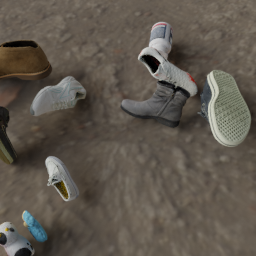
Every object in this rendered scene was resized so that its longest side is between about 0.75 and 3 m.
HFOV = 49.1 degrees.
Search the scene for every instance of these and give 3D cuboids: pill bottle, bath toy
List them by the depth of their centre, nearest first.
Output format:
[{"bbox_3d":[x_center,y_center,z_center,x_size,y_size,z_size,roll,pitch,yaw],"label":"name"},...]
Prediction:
[{"bbox_3d":[-2.693,2.683,5.615,0.948,0.805,2.179,39,64,13],"label":"bath toy"},{"bbox_3d":[1.094,-2.858,9.398,0.747,0.747,1.249,8,60,5],"label":"pill bottle"}]

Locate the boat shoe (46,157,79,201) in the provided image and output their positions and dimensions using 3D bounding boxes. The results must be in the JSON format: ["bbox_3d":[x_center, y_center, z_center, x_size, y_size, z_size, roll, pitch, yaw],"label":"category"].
[{"bbox_3d":[-1.663,1.207,6.561,0.443,0.511,1.200,-39,78,24],"label":"boat shoe"}]

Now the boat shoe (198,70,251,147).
[{"bbox_3d":[2.476,-0.472,7.450,1.096,0.915,2.938,17,40,-5],"label":"boat shoe"}]

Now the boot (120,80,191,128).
[{"bbox_3d":[0.733,-0.817,7.767,1.813,1.194,0.633,15,37,5],"label":"boot"}]

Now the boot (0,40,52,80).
[{"bbox_3d":[-3.861,-2.069,8.450,2.944,1.111,1.084,-3,50,8],"label":"boot"}]

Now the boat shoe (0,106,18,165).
[{"bbox_3d":[-3.408,-0.299,7.075,0.827,0.899,2.517,-35,101,-35],"label":"boat shoe"}]

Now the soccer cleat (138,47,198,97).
[{"bbox_3d":[1.159,-1.595,8.269,2.062,0.707,0.878,43,35,2],"label":"soccer cleat"}]

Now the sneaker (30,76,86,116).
[{"bbox_3d":[-1.940,-0.853,8.012,0.770,0.676,1.921,37,47,11],"label":"sneaker"}]
